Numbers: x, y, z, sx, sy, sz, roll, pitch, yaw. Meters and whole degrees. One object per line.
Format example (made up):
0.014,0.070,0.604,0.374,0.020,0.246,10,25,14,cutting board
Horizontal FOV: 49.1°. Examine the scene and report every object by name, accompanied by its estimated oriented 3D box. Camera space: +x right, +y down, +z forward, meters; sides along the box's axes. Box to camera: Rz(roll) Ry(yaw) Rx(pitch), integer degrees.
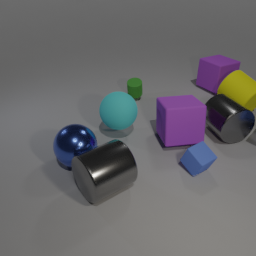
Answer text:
0.317,-1.853,12.991,0.700,0.700,0.700,-2,47,2,cylinder
2.206,0.968,8.790,0.700,0.700,0.700,-22,61,-29,cube
-1.680,0.566,8.980,1.400,1.400,1.400,0,33,0,ball
-0.347,-0.629,10.238,1.400,1.400,1.400,0,33,0,ball
3.695,-0.371,10.438,1.400,1.400,1.400,-9,34,-14,cylinder
4.450,-2.712,13.929,1.400,1.400,1.400,-16,35,-27,cube
-0.677,1.201,7.985,1.400,1.400,1.400,-22,39,-30,cylinder
1.853,-0.298,10.059,1.400,1.400,1.400,-5,23,-7,cube
4.782,-1.489,11.837,1.400,1.400,1.400,-20,54,-28,cylinder
